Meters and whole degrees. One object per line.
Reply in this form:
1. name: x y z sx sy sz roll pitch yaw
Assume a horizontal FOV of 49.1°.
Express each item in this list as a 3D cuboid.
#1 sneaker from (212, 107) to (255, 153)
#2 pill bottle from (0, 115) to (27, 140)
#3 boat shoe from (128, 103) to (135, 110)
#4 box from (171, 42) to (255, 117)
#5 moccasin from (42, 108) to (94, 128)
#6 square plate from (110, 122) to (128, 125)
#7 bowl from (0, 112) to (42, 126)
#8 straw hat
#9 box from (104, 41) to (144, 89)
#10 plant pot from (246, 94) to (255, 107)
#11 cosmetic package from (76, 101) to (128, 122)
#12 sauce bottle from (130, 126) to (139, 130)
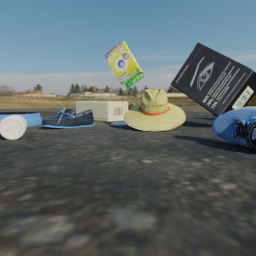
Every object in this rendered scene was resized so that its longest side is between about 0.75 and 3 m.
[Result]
1. sneaker: 2.817 0.022 5.988 1.104 0.973 2.476 -1 5 -37
2. pill bottle: -3.329 -0.048 8.204 0.669 0.669 1.231 -2 5 -16
3. boat shoe: 0.183 -1.179 18.308 0.920 0.922 2.492 4 7 36
4. box: 3.543 -1.828 11.399 1.489 2.112 2.854 16 23 -48
5. moccasin: -2.397 -0.407 11.187 0.923 0.782 2.293 5 7 41
6. square plate: -0.349 -0.208 12.651 0.780 0.112 0.788 1 6 10
7. bowl: -5.269 -0.410 12.538 2.731 0.536 2.731 0 5 0
8. straw hat: 0.984 -0.942 10.542 2.533 1.072 2.533 -2 28 1
9. box: -0.126 -2.190 9.886 0.863 1.472 0.356 -33 -5 25
10. plant pot: 6.747 -1.082 13.363 2.007 2.007 1.405 1 22 11
11. cosmetic package: -1.486 -0.972 15.578 1.502 1.061 2.902 -5 7 -42
12. sauce bottle: 0.480 -0.047 10.322 0.785 0.254 0.254 -2 6 -3
